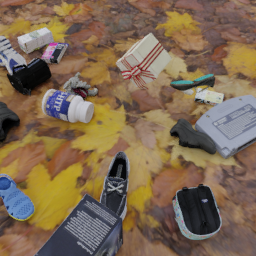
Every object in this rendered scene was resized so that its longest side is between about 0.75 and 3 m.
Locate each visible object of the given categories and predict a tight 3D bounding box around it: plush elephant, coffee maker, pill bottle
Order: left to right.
[{"bbox_3d":[-3.837,-2.031,11.307,1.400,0.981,1.457,41,61,9],"label":"coffee maker"},{"bbox_3d":[-2.136,-0.745,10.118,1.658,0.992,0.992,15,52,12],"label":"pill bottle"},{"bbox_3d":[-1.890,-1.532,10.741,1.316,1.019,1.084,17,52,14],"label":"plush elephant"}]

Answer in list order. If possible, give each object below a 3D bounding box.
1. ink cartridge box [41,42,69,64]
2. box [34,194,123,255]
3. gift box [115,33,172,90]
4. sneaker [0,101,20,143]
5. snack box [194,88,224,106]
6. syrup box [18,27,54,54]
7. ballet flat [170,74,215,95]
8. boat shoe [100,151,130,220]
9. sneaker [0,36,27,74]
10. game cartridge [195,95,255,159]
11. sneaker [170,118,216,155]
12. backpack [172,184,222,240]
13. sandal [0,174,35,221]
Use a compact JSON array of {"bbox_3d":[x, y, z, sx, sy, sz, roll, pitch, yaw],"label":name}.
[{"bbox_3d":[-3.335,-3.549,12.907,0.752,0.295,1.589,8,49,6],"label":"ink cartridge box"},{"bbox_3d":[-1.050,2.899,6.571,1.140,1.851,1.836,29,57,22],"label":"box"},{"bbox_3d":[0.544,-2.032,8.984,1.364,1.259,1.274,45,68,-13],"label":"gift box"},{"bbox_3d":[-4.840,0.197,9.389,1.226,1.026,2.702,30,58,15],"label":"sneaker"},{"bbox_3d":[3.193,-1.202,11.010,1.031,0.191,0.599,16,52,13],"label":"snack box"},{"bbox_3d":[-4.310,-4.120,13.140,1.486,0.605,0.585,-33,58,-24],"label":"syrup box"},{"bbox_3d":[2.187,-1.392,9.338,1.556,0.532,0.529,-12,19,-3],"label":"ballet flat"},{"bbox_3d":[-0.347,1.728,8.216,0.824,0.779,2.298,9,51,7],"label":"boat shoe"},{"bbox_3d":[-5.031,-2.873,12.035,0.788,1.126,1.950,-33,87,-25],"label":"sneaker"},{"bbox_3d":[3.846,-0.181,9.987,2.741,0.569,1.825,-25,51,-19],"label":"game cartridge"},{"bbox_3d":[2.163,0.427,9.477,0.798,0.668,1.759,-40,53,-17],"label":"sneaker"},{"bbox_3d":[1.851,2.330,7.582,1.153,0.978,1.299,-7,53,-10],"label":"backpack"},{"bbox_3d":[-3.361,1.946,8.068,1.755,0.764,0.697,35,57,23],"label":"sandal"}]
